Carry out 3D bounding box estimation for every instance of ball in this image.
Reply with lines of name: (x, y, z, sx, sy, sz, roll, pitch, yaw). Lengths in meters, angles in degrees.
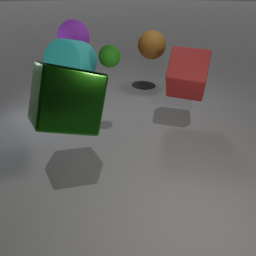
ball: (-2.406, -4.060, 12.400, 1.400, 1.400, 1.400, 0, 28, 0)
ball: (1.188, -4.126, 13.929, 1.400, 1.400, 1.400, 0, 28, 0)
ball: (-0.577, -2.256, 8.795, 0.700, 0.700, 0.700, 0, 28, 0)

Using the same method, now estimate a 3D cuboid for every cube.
cube: (2.229, -2.007, 10.456, 1.400, 1.400, 1.400, 11, 69, 13)
cube: (-1.433, -0.697, 6.450, 1.400, 1.400, 1.400, 5, 12, -27)

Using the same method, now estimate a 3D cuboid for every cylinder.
cylinder: (-1.943, -2.309, 9.641, 1.400, 1.400, 1.400, 7, 15, 13)
